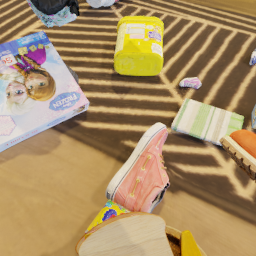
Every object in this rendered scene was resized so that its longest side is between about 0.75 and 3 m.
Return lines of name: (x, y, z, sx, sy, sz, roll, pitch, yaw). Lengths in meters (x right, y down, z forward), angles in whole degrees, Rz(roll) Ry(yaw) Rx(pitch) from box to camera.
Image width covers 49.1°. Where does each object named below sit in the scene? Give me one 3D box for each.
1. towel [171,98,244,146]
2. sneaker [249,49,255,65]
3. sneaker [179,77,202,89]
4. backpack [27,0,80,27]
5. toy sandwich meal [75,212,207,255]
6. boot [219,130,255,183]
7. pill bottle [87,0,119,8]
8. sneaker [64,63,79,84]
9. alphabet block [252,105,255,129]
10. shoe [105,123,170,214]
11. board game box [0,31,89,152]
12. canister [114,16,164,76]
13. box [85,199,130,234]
towel: (2.474, -0.127, 8.678, 1.957, 0.300, 1.460, 21, 52, 15)
sneaker: (5.210, -2.824, 11.065, 0.567, 0.396, 0.981, 24, 50, 23)
sneaker: (2.250, -1.560, 9.969, 0.783, 0.284, 0.446, -15, 52, -14)
backpack: (-2.162, -3.798, 7.950, 1.394, 1.837, 2.202, -16, 6, 0)
toy sandwich meal: (0.334, 2.883, 4.805, 2.974, 1.019, 2.974, -1, 64, 2)
boot: (1.926, 0.395, 2.820, 1.938, 0.727, 1.039, 35, 90, 34)
pill bottle: (-0.932, -7.255, 14.425, 1.538, 1.538, 2.778, 27, 53, 23)
sneaker: (-3.150, -1.974, 9.937, 2.869, 1.177, 1.007, 24, 66, -9)
alphabet block: (4.290, -0.404, 8.560, 0.761, 0.747, 0.743, 12, 49, 11)
shoe: (0.629, 1.028, 7.160, 1.179, 0.926, 2.592, 26, 57, 21)
board game box: (-3.227, -1.258, 8.605, 2.982, 0.614, 2.975, -30, 81, -24)
canister: (0.439, -3.235, 10.970, 1.922, 1.120, 2.588, 3, 48, 2)
box: (-0.300, 2.262, 6.195, 0.888, 0.562, 0.922, 25, 52, 20)
